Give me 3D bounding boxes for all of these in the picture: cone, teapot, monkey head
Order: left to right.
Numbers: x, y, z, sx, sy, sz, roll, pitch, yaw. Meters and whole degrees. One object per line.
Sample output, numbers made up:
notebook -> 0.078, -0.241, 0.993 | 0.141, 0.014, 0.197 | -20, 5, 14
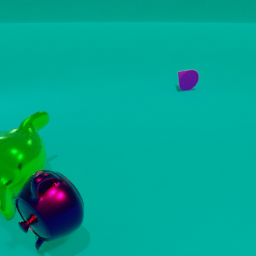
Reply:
monkey head -> -1.974, 0.413, 4.448 | 1.127, 1.346, 1.871 | -3, 55, 19
teapot -> -0.895, 0.908, 3.059 | 0.787, 1.266, 0.620 | 32, 45, 23
cone -> 2.126, -1.996, 10.771 | 0.855, 0.855, 0.858 | -9, 36, -20
